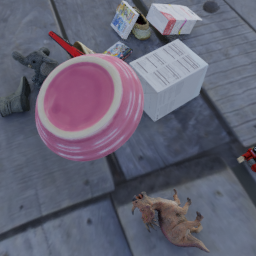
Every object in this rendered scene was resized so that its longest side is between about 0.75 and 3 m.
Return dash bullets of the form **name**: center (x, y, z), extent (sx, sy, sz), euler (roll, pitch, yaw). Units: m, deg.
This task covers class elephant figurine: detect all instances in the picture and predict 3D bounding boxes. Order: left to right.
- **elephant figurine**: center (-3.540, -2.650, 11.582), extent (1.436, 2.030, 1.575), euler (17, 59, 11)

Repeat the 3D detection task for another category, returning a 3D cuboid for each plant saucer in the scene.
- **plant saucer**: center (-1.092, -0.669, 6.976), extent (2.927, 0.742, 2.927), euler (-5, 70, 14)

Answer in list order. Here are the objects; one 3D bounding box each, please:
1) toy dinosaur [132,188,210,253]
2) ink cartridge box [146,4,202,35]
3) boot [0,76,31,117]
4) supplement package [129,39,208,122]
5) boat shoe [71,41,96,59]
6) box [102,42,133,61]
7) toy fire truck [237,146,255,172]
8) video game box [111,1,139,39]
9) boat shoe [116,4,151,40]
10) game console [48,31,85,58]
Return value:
- **toy dinosaur**: center (1.310, 2.938, 8.657), extent (1.701, 1.077, 2.510), euler (-32, 73, -12)
- **ink cartridge box**: center (2.309, -5.328, 13.747), extent (2.458, 0.830, 1.432), euler (-15, 57, -35)
- **boot**: center (-4.757, -1.355, 11.634), extent (1.222, 0.634, 1.871), euler (-11, 56, 0)
- **supplement package**: center (1.522, -1.915, 11.217), extent (2.429, 1.843, 1.830), euler (-30, 62, -18)
- **boat shoe**: center (-1.671, -2.908, 12.474), extent (0.938, 1.042, 2.888), euler (3, 35, -42)
- **box**: center (-0.534, -3.478, 13.175), extent (0.885, 0.244, 1.296), euler (37, 64, 21)
- **toy fire truck**: center (4.414, 1.197, 10.026), extent (0.989, 0.637, 0.871), euler (-24, 61, -2)
- **video game box**: center (-0.187, -5.280, 13.723), extent (0.319, 1.362, 1.241), euler (-8, 51, -45)
- **boat shoe**: center (0.290, -5.603, 14.140), extent (1.013, 0.909, 2.738), euler (-29, 62, -17)
- **game console**: center (-1.480, -2.216, 8.918), extent (1.857, 2.099, 0.326), euler (38, 97, 0)
